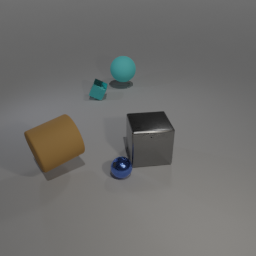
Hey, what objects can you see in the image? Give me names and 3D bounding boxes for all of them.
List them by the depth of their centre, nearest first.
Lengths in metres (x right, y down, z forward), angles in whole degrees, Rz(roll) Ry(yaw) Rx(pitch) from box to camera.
[{"bbox_3d":[-2.291,0.465,8.789,1.400,1.400,1.400,-27,38,-23],"label":"cylinder"},{"bbox_3d":[-0.206,1.254,8.926,0.700,0.700,0.700,0,30,0],"label":"ball"},{"bbox_3d":[0.723,0.365,9.765,1.400,1.400,1.400,-4,30,-7],"label":"cube"},{"bbox_3d":[-1.513,-1.956,14.250,0.700,0.700,0.700,22,34,-13],"label":"cube"},{"bbox_3d":[-0.273,-3.226,15.350,1.400,1.400,1.400,0,30,0],"label":"ball"}]
